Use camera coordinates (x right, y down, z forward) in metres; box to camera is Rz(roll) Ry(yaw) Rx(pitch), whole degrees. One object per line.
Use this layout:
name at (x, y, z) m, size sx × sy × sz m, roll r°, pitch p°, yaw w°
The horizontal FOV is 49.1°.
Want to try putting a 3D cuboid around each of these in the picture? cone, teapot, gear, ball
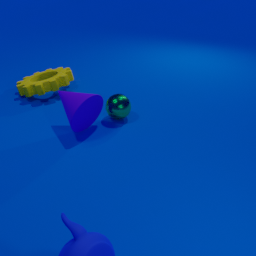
cone at (-1.512, -0.704, 7.653) m, size 1.196 × 1.192 × 1.192 m, roll 37°, pitch 45°, yaw 20°
teapot at (-0.622, 1.822, 3.857) m, size 0.668 × 1.363 × 0.848 m, roll -10°, pitch 6°, yaw 41°
gear at (-2.892, -1.644, 9.815) m, size 1.920 × 0.355 × 1.920 m, roll -10°, pitch 27°, yaw 5°
ball at (-0.282, -0.623, 8.185) m, size 0.760 × 0.760 × 0.760 m, roll 0°, pitch 32°, yaw 0°
